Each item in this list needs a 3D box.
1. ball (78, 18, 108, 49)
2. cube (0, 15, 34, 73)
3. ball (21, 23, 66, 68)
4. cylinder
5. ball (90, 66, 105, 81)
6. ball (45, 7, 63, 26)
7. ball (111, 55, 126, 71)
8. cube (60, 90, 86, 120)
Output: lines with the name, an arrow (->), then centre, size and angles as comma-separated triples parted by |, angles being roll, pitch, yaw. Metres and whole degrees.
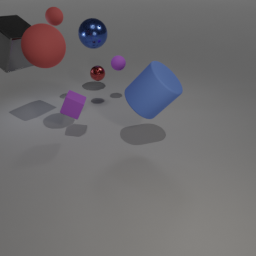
ball -> -1.682, -4.524, 13.433 | 1.400, 1.400, 1.400 | 0, 29, 0
cube -> -4.250, -3.101, 10.239 | 1.400, 1.400, 1.400 | 38, 38, 13
ball -> -2.732, -2.655, 9.104 | 1.400, 1.400, 1.400 | 0, 29, 0
cylinder -> 0.837, -1.243, 9.304 | 1.400, 1.400, 1.400 | 31, 36, -25
ball -> -1.395, -2.511, 12.863 | 0.700, 0.700, 0.700 | 0, 29, 0
ball -> -2.916, -4.420, 11.088 | 0.700, 0.700, 0.700 | 0, 29, 0
ball -> -0.456, -3.061, 13.215 | 0.700, 0.700, 0.700 | 0, 29, 0
cube -> -2.015, -0.861, 10.334 | 0.700, 0.700, 0.700 | 22, 26, -12
